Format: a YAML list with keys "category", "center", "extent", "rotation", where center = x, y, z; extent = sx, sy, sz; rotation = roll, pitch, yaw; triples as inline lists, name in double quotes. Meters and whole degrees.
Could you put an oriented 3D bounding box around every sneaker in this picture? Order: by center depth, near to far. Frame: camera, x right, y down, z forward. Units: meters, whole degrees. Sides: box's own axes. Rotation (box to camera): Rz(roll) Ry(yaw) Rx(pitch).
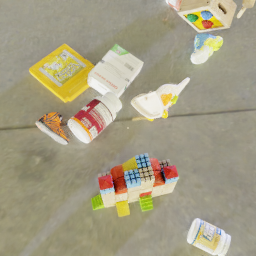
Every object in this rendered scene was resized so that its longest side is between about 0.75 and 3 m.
- category: "sneaker"
  center: [-2.464, -0.079, 9.770]
  extent: [1.471, 0.570, 0.824]
  rotation: [34, 67, 17]
- category: "sneaker"
  center: [2.994, -3.324, 11.567]
  extent: [1.952, 0.739, 1.025]
  rotation: [-34, 56, -30]

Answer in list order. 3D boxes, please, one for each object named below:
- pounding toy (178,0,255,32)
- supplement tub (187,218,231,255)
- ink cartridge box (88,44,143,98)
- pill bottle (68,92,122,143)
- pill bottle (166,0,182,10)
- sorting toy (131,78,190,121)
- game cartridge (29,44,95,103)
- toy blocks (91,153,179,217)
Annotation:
- category: "pounding toy"
  center: [3.722, -4.581, 11.200]
  extent: [2.533, 2.225, 1.159]
  rotation: [13, 83, 52]
- category: "supplement tub"
  center: [2.260, 3.083, 7.871]
  extent: [1.015, 0.734, 0.734]
  rotation: [23, 63, 11]
- category: "ink cartridge box"
  center: [-0.490, -2.082, 10.642]
  extent: [1.335, 0.771, 1.828]
  rotation: [35, 66, 3]
- category: "pill bottle"
  center: [-1.099, -0.412, 9.698]
  extent: [1.026, 1.026, 1.817]
  rotation: [38, 66, 19]
- category: "pill bottle"
  center: [2.351, -5.960, 12.886]
  extent: [0.924, 0.924, 1.648]
  rotation: [-38, 67, -19]
- category: "sorting toy"
  center: [1.325, -1.168, 9.846]
  extent: [1.707, 1.896, 1.013]
  rotation: [-41, 103, -21]
- category: "game cartridge"
  center: [-2.449, -2.211, 11.089]
  extent: [2.209, 0.358, 1.947]
  rotation: [38, 67, 19]
- category: "toy blocks"
  center: [0.265, 1.476, 8.078]
  extent: [2.882, 1.970, 1.440]
  rotation: [-11, 61, -7]
